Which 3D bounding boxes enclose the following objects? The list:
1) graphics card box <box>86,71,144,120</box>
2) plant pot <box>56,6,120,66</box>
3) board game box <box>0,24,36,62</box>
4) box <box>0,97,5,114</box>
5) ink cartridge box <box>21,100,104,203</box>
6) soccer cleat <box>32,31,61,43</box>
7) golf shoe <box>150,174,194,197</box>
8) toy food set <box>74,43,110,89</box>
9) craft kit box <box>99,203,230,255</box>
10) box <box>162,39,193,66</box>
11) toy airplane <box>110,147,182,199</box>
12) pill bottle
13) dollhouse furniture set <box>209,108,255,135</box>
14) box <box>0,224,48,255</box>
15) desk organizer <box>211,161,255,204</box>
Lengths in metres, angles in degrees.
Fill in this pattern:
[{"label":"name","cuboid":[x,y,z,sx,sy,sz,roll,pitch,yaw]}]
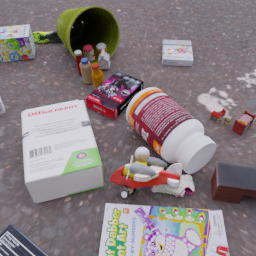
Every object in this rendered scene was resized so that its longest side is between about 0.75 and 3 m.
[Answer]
[{"label":"graphics card box","cuboid":[-0.448,-1.246,10.295,1.250,0.507,1.993,26,51,23]},{"label":"plant pot","cuboid":[-1.966,-4.139,12.064,2.359,2.359,2.271,-28,41,-24]},{"label":"board game box","cuboid":[-5.248,-3.630,12.138,2.157,1.111,1.131,-7,47,-7]},{"label":"box","cuboid":[-5.698,-0.483,9.530,2.748,0.569,0.532,-17,49,-17]},{"label":"ink cartridge box","cuboid":[-1.943,0.561,8.133,1.939,1.120,2.665,-12,48,-11]},{"label":"soccer cleat","cuboid":[-3.811,-4.335,13.352,1.629,0.527,0.681,-3,17,3]},{"label":"golf shoe","cuboid":[1.236,1.625,7.608,1.224,0.461,0.560,-10,50,-8]},{"label":"toy food set","cuboid":[-1.405,-2.745,11.121,1.208,1.138,2.530,0,53,5]},{"label":"craft kit box","cuboid":[0.765,3.129,6.049,2.877,0.707,2.913,1,46,4]},{"label":"box","cuboid":[2.174,-3.348,12.416,1.299,0.343,1.666,4,47,4]},{"label":"toy airplane","cuboid":[0.551,1.079,7.244,1.739,1.747,1.233,-9,85,-25]},{"label":"pill bottle","cuboid":[1.239,0.051,8.348,1.503,1.503,2.661,-26,51,-23]},{"label":"dollhouse furniture set","cuboid":[3.506,-0.368,9.449,1.253,0.510,0.675,34,55,28]},{"label":"box","cuboid":[-2.216,3.417,5.294,2.091,1.288,2.074,28,52,24]},{"label":"desk organizer","cuboid":[3.333,1.558,7.399,2.107,0.811,0.756,8,47,7]}]
